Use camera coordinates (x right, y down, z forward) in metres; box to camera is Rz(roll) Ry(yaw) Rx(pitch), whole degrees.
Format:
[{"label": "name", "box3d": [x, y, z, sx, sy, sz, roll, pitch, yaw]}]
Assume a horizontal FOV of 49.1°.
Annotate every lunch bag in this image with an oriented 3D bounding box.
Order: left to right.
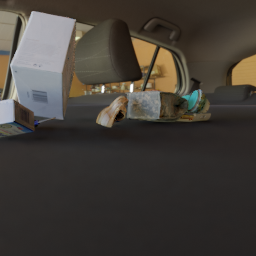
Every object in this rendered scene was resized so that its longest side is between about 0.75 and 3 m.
[{"label": "lunch bag", "box3d": [1.029, -0.718, 9.426, 1.425, 1.022, 1.738, 5, 6, 43]}]

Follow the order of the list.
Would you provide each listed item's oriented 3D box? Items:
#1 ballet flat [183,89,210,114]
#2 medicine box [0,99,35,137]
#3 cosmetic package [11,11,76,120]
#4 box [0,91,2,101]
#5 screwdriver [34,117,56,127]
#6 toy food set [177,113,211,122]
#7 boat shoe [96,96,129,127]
[{"label": "ballet flat", "box3d": [2.546, -0.899, 10.309, 0.929, 0.929, 2.502, 0, 7, -1]}, {"label": "medicine box", "box3d": [-2.271, -0.152, 5.130, 0.831, 0.428, 0.757, -10, -15, 7]}, {"label": "cosmetic package", "box3d": [-2.816, -2.133, 9.964, 1.601, 2.605, 2.597, 8, -32, -8]}, {"label": "box", "box3d": [-4.193, -0.503, 6.733, 2.035, 1.068, 1.872, -3, 5, -20]}, {"label": "screwdriver", "box3d": [-1.862, -0.129, 6.040, 1.306, 0.182, 0.190, -8, -14, 42]}, {"label": "toy food set", "box3d": [2.139, -0.491, 10.255, 1.024, 0.431, 1.427, -5, 7, -45]}, {"label": "boat shoe", "box3d": [-0.330, -0.444, 8.327, 0.545, 0.580, 1.574, 32, 40, 10]}]
